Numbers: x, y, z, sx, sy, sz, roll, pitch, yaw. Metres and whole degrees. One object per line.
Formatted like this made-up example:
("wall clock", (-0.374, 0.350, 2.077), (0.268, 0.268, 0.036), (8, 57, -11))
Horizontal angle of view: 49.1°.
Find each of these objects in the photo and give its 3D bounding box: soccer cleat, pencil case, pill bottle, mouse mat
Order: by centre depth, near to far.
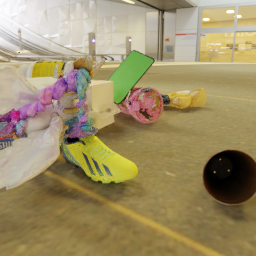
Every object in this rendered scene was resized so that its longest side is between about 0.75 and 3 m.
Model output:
("soccer cleat", (-0.625, 0.467, 5.235), (1.931, 0.807, 0.624), (15, 22, 42))
("mouse mat", (-0.068, -1.708, 9.207), (0.070, 1.861, 1.497), (36, 5, -39))
("pencil case", (-0.033, -0.984, 9.659), (1.178, 1.231, 2.846), (-41, 30, -14))
("pill bottle", (-4.138, -2.668, 14.581), (2.925, 1.628, 1.628), (3, 17, 13))

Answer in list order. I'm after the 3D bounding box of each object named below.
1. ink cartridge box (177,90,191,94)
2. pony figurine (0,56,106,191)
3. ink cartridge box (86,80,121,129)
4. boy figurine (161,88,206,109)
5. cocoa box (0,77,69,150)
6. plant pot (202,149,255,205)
("ink cartridge box", (2.722, -1.396, 12.341), (1.013, 0.424, 0.731), (7, 18, 24))
("pony figurine", (-1.533, -0.157, 4.904), (2.448, 2.112, 2.536), (-27, -14, -18))
("ink cartridge box", (-1.403, -0.750, 8.478), (2.119, 1.327, 1.362), (7, 18, 24))
("boy figurine", (1.911, -1.178, 11.039), (2.400, 0.773, 1.492), (-1, 13, 4))
("cocoa box", (-2.578, -0.333, 6.676), (2.221, 1.457, 1.481), (-11, 25, -34))
("plant pot", (1.598, 0.721, 4.600), (0.843, 0.843, 0.902), (2, 2, 8))
